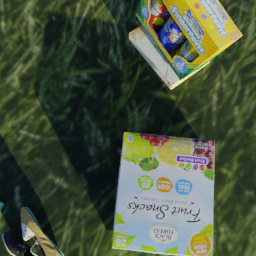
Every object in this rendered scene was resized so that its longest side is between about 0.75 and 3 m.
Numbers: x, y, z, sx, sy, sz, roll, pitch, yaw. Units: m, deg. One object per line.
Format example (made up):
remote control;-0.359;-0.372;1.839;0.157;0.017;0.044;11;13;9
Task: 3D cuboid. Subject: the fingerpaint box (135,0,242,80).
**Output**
fingerpaint box;1.373;-2.646;7.075;0.854;1.942;2.328;-34;90;-20

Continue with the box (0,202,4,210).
box;-3.854;2.427;7.225;0.544;0.325;1.323;28;77;7

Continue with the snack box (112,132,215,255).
snack box;0.904;1.636;7.109;2.368;0.950;2.808;5;77;0

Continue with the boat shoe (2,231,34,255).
boat shoe;-2.592;3.046;6.921;0.411;0.480;1.311;-43;78;3

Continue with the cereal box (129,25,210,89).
cereal box;1.254;-2.416;8.460;1.538;0.423;2.138;-36;78;-9

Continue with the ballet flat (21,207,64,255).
ballet flat;-2.281;2.745;6.962;0.538;0.586;1.707;-35;76;-35
